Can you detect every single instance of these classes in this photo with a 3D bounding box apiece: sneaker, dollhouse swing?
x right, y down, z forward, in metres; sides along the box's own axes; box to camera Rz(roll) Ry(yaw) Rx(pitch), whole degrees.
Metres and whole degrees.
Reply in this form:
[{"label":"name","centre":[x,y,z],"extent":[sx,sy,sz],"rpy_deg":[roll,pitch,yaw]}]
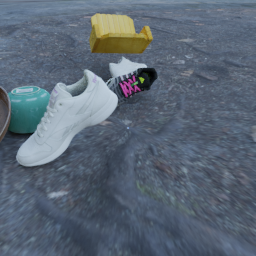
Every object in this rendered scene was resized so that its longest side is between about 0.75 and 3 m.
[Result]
[{"label":"sneaker","centre":[0.136,-1.355,8.581],"extent":[0.971,0.819,2.219],"rpy_deg":[-13,17,47]},{"label":"dollhouse swing","centre":[-0.378,-3.929,10.781],"extent":[2.105,1.850,1.913],"rpy_deg":[-3,-7,-16]},{"label":"sneaker","centre":[0.018,-2.370,10.713],"extent":[1.742,0.771,0.655],"rpy_deg":[-24,0,-41]},{"label":"sneaker","centre":[-1.527,-0.250,6.128],"extent":[2.588,1.289,0.969],"rpy_deg":[-40,41,-2]}]

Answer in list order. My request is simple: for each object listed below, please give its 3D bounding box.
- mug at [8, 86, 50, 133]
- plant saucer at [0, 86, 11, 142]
[{"label":"mug","centre":[-2.727,-0.516,7.419],"extent":[1.279,0.962,1.556],"rpy_deg":[12,28,24]},{"label":"plant saucer","centre":[-3.635,-0.018,6.392],"extent":[2.319,0.399,2.319],"rpy_deg":[-8,57,12]}]
